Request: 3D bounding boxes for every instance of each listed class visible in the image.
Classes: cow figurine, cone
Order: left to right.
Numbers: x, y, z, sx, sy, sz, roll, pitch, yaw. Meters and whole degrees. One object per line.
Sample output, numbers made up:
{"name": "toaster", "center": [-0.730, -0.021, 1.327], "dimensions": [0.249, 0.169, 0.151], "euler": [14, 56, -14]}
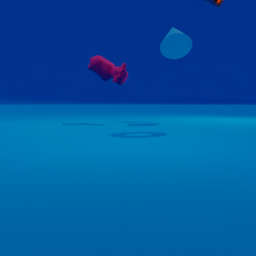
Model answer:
{"name": "cow figurine", "center": [-0.757, -2.227, 10.644], "dimensions": [1.518, 0.833, 1.494], "euler": [32, -7, -17]}
{"name": "cone", "center": [1.797, -3.536, 10.865], "dimensions": [1.194, 1.198, 1.194], "euler": [-1, -35, -1]}

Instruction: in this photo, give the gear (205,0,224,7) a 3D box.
{"name": "gear", "center": [2.020, -3.850, 7.694], "dimensions": [1.393, 0.258, 1.393], "euler": [30, 22, -14]}
